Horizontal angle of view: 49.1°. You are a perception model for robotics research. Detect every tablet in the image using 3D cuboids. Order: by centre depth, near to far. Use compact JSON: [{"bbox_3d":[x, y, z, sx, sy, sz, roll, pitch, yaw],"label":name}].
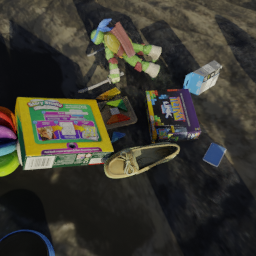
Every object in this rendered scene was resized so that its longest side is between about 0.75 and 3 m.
[{"bbox_3d":[2.789,0.851,9.024,0.509,0.053,0.783,27,58,19],"label":"tablet"}]

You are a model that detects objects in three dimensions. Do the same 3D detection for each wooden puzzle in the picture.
[{"bbox_3d":[-0.508,-0.562,9.923,1.469,0.255,2.178,-22,58,-15],"label":"wooden puzzle"}]

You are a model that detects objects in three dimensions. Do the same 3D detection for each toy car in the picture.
[{"bbox_3d":[-3.892,0.307,8.432,1.924,1.649,2.199,-11,55,-8],"label":"toy car"}]

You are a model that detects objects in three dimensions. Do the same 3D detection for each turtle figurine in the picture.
[{"bbox_3d":[-0.272,-2.690,10.981,2.758,2.845,2.047,15,30,-13],"label":"turtle figurine"}]

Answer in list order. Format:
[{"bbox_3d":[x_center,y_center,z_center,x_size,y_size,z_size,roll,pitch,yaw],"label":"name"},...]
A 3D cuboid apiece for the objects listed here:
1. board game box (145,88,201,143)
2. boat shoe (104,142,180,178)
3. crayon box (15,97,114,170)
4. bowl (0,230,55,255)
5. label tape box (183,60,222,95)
[{"bbox_3d":[1.482,-0.464,9.669,1.600,0.549,1.935,-5,55,-2],"label":"board game box"},{"bbox_3d":[0.410,0.913,8.402,2.302,0.724,0.840,-11,79,-13],"label":"boat shoe"},{"bbox_3d":[-1.995,0.087,8.631,2.563,0.747,2.211,0,49,-29],"label":"crayon box"},{"bbox_3d":[-2.715,3.400,7.014,1.700,0.334,1.700,0,54,0],"label":"bowl"},{"bbox_3d":[2.704,-1.753,10.319,1.396,1.006,0.442,-31,62,-20],"label":"label tape box"}]
